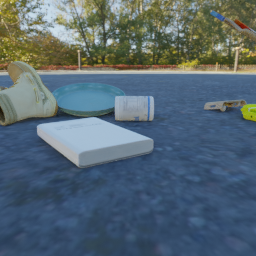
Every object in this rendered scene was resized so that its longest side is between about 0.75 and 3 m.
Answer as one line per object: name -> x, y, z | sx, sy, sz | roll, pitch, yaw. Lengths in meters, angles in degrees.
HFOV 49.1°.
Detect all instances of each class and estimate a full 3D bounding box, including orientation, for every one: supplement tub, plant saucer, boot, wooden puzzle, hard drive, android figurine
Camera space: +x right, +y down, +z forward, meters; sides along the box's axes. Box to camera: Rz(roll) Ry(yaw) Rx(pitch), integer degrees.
supplement tub -> 0.219, -0.669, 9.545 | 1.287, 0.849, 0.849 | 0, 14, 2
plant saucer -> -1.582, -1.146, 11.240 | 2.960, 0.406, 2.960 | 2, 29, -1
boot -> -4.099, -1.296, 9.853 | 2.184, 1.023, 2.810 | -21, 64, -48
wooden puzzle -> 4.094, -3.105, 9.268 | 2.676, 0.313, 1.806 | 19, 29, -24
hard drive -> -0.942, 0.228, 6.936 | 1.827, 0.370, 2.769 | -9, 16, -32
android figurine -> 4.893, -0.525, 9.935 | 1.713, 0.386, 1.881 | -7, 16, -24

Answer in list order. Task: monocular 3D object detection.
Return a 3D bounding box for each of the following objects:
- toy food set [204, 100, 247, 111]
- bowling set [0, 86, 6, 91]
toy food set -> 4.038, -0.910, 11.634 | 1.406, 0.425, 1.009 | -6, 3, -26
bowling set -> -5.154, -1.171, 11.118 | 1.977, 1.061, 1.376 | -12, 19, -42
